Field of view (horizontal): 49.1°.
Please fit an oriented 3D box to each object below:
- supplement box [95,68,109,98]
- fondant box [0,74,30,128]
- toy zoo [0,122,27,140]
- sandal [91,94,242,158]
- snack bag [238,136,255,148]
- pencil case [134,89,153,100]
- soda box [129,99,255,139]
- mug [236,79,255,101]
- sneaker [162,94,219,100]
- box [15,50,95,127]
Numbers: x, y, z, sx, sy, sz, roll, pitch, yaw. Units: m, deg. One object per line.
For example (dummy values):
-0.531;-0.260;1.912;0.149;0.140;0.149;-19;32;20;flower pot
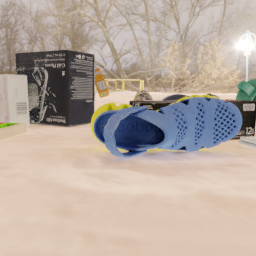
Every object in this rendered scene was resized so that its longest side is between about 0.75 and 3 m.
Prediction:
-1.206;-1.947;12.065;0.454;1.319;0.439;-16;-28;-8;supplement box
-3.920;-0.872;8.948;0.643;1.592;2.206;-8;12;-43;fondant box
-4.195;0.075;7.065;2.613;0.267;1.714;2;9;9;toy zoo
0.654;0.044;5.051;2.812;1.118;1.224;-7;13;4;sandal
3.780;0.345;5.361;2.323;0.249;2.190;-3;9;-20;snack bag
0.760;-1.417;14.325;1.115;0.970;2.493;42;9;-4;pencil case
1.538;-0.215;6.798;2.929;0.928;1.036;-1;9;-13;soda box
4.380;-1.120;9.565;1.350;1.643;1.016;-25;31;-4;mug
2.677;-0.980;11.787;2.517;0.957;1.819;1;6;-3;sneaker
-2.455;-1.348;9.542;2.379;2.338;1.474;5;10;29;box
